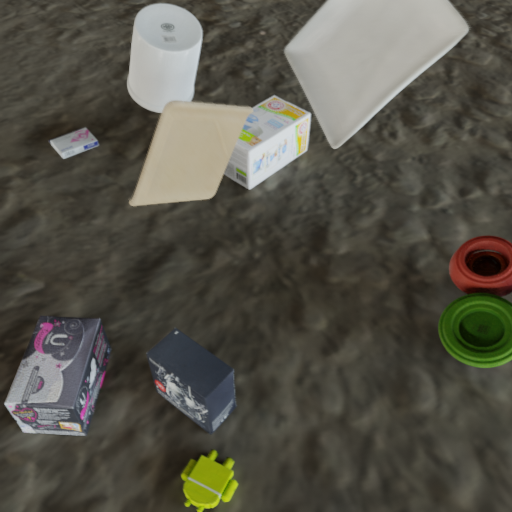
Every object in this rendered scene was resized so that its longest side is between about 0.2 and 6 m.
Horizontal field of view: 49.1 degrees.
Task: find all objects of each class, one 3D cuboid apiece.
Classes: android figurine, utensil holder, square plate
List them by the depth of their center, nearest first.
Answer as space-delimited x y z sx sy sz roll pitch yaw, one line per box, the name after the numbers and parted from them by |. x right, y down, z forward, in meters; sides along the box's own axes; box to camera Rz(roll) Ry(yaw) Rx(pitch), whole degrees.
-0.622 2.920 7.247 0.718 0.162 0.789 19 48 17 | android figurine
-1.481 -3.180 9.048 1.124 1.322 1.124 7 61 -12 | utensil holder
1.941 -3.682 9.754 0.398 2.800 2.773 13 47 -44 | square plate

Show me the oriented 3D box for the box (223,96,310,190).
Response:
0.131 -2.435 11.855 1.087 0.979 1.932 35 55 28 | box

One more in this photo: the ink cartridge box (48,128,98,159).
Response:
-4.126 -2.592 12.577 0.857 0.189 0.872 -29 54 -25 | ink cartridge box

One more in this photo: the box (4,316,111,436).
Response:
-2.768 1.671 7.974 0.974 0.845 1.473 3 46 3 | box

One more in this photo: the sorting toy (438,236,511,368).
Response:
3.754 0.841 8.876 1.452 0.992 2.416 4 56 25 | sorting toy

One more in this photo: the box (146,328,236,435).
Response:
-0.886 1.739 7.791 1.119 1.019 0.583 30 53 26 | box

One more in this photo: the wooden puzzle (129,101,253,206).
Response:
-0.887 -1.370 7.494 1.489 1.610 0.300 -12 51 -49 | wooden puzzle
